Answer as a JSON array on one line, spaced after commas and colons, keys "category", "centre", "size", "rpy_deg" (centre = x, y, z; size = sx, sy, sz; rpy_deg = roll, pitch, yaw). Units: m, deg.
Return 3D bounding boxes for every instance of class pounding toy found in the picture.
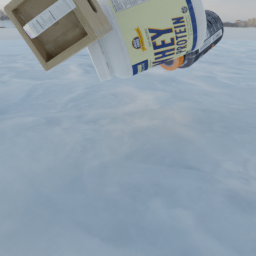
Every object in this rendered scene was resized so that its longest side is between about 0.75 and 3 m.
[{"category": "pounding toy", "centre": [-1.357, -2.578, 5.901], "size": [1.746, 1.897, 1.349], "rpy_deg": [-23, 18, 28]}]

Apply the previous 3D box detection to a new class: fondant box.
[{"category": "fondant box", "centre": [-1.351, -1.892, 4.784], "size": [0.844, 0.246, 0.609], "rpy_deg": [-42, 27, -13]}]

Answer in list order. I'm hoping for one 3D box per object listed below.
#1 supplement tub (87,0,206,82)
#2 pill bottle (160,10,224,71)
[{"category": "supplement tub", "centre": [0.300, -2.630, 7.479], "size": [2.966, 2.150, 2.150], "rpy_deg": [-23, 24, -2]}, {"category": "pill bottle", "centre": [2.047, -2.923, 9.541], "size": [1.374, 1.374, 2.587], "rpy_deg": [20, 49, 41]}]
